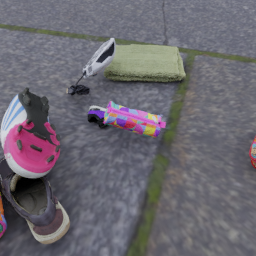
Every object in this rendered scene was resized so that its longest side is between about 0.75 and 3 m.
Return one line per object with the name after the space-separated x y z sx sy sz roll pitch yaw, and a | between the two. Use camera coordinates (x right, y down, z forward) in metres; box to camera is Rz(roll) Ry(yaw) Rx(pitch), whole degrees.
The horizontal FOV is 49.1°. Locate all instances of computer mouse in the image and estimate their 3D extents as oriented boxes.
-0.917 -1.719 8.088 2.150 0.472 1.179 -56 24 -18 | computer mouse

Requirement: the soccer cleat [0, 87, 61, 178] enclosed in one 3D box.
-2.158 0.274 5.936 1.037 1.282 2.969 28 19 -30 | soccer cleat

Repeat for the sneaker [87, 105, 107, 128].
-0.543 -0.222 7.337 1.118 0.389 0.556 8 53 12 | sneaker

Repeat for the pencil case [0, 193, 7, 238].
-2.920 1.175 5.290 0.950 0.950 2.150 -19 48 -19 | pencil case

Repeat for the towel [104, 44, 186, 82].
0.533 -2.154 9.286 2.590 0.473 1.922 1 43 1 | towel

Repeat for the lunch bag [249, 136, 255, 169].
3.549 0.285 6.062 1.418 0.660 1.610 14 62 39 | lunch bag

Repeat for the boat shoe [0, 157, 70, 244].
-1.955 1.134 5.437 0.881 0.794 2.450 -27 42 -26 | boat shoe

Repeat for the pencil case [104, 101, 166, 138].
0.141 -0.193 6.638 1.404 0.620 0.620 13 42 -9 | pencil case
